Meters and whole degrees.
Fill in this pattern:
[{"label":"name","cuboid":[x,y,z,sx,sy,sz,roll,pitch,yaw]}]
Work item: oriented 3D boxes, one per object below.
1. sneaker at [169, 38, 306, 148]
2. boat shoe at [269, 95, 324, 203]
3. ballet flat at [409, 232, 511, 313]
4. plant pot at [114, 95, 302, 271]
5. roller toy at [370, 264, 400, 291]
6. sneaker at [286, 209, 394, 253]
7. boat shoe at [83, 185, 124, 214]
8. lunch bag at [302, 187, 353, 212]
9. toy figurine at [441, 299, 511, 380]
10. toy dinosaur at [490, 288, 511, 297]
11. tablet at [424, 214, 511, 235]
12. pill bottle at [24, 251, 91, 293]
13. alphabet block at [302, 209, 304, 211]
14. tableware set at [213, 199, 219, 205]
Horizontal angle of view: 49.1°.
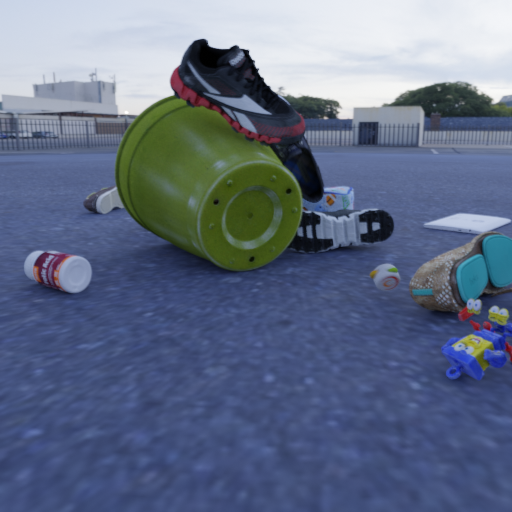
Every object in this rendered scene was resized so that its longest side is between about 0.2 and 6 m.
[{"label":"sneaker","cuboid":[-0.215,-2.677,9.084,2.450,1.197,0.866,29,51,0]},{"label":"boat shoe","cuboid":[0.708,-2.173,11.613,0.920,2.633,0.872,-27,31,3]},{"label":"ballet flat","cuboid":[3.036,0.195,8.181,0.886,0.957,2.715,-10,0,42]},{"label":"plant pot","cuboid":[-0.724,-1.186,10.343,3.080,3.080,2.965,-7,27,-26]},{"label":"roller toy","cuboid":[1.891,0.311,8.180,0.394,0.359,0.275,-25,40,12]},{"label":"sneaker","cuboid":[1.437,-0.527,11.433,2.510,0.834,1.136,-4,4,-7]},{"label":"boat shoe","cuboid":[-4.341,-1.695,16.513,0.596,0.719,2.003,7,20,13]},{"label":"lunch bag","cuboid":[1.197,-1.228,13.935,2.646,1.000,2.120,2,11,13]},{"label":"toy figurine","cuboid":[2.331,1.065,5.586,0.844,0.743,1.409,-33,19,-10]},{"label":"toy dinosaur","cuboid":[3.582,0.579,7.107,1.046,0.595,1.969,4,13,21]},{"label":"tablet","cuboid":[5.315,-0.831,14.023,1.436,0.151,2.207,11,18,39]},{"label":"pill bottle","cuboid":[-3.074,0.222,8.634,0.993,0.567,0.567,9,16,33]},{"label":"alphabet block","cuboid":[0.957,-0.757,12.410,0.364,0.356,0.358,-44,1,-35]},{"label":"tableware set","cuboid":[-1.532,-1.208,13.901,2.301,0.461,1.521,11,-16,-11]}]
